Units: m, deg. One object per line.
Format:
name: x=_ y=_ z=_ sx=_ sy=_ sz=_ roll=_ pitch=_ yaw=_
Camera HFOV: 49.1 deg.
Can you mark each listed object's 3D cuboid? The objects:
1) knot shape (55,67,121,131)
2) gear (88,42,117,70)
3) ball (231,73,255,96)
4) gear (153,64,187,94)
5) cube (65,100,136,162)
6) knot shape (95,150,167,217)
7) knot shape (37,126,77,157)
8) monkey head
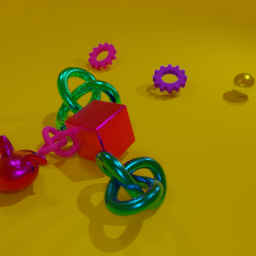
knot shape: x=-1.128 y=-0.767 z=8.083 sx=1.916 sy=0.946 sz=2.047 roll=9 pitch=79 yaw=7
gear: x=-1.017 y=-2.860 z=11.123 sx=1.166 sy=0.216 sz=1.166 roll=-9 pitch=63 yaw=19
ball: x=3.855 y=-1.455 z=9.390 sx=0.776 sy=0.776 sz=0.776 roll=0 pitch=39 yaw=0
gear: x=1.432 y=-1.698 z=9.623 sx=1.150 sy=0.213 sz=1.150 roll=-2 pitch=57 yaw=4
cube: x=-0.663 y=0.091 z=6.998 sx=1.122 sy=1.122 sz=1.122 roll=13 pitch=42 yaw=37
knot shape: x=0.097 y=1.160 z=5.671 sx=1.779 sy=0.822 sz=1.665 roll=22 pitch=19 yaw=-10
knot shape: x=-1.897 y=0.329 z=7.389 sx=1.102 sy=0.509 sz=1.031 roll=-14 pitch=43 yaw=-20
monkey head: x=-2.620 y=0.825 z=6.242 sx=1.703 sy=1.225 sz=1.026 roll=-31 pitch=25 yaw=3
